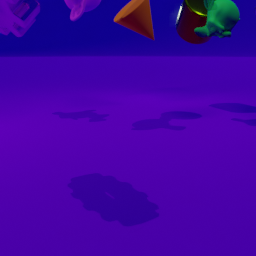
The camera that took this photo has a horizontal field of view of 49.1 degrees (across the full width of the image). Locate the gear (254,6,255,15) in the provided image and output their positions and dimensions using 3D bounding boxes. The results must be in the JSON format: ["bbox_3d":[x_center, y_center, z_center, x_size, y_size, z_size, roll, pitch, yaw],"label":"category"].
[{"bbox_3d":[3.553,-2.547,6.813,0.346,1.872,1.872,-14,13,14],"label":"gear"}]

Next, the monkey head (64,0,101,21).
[{"bbox_3d":[-0.924,-3.363,6.566,1.316,1.102,1.829,-3,47,29],"label":"monkey head"}]

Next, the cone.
[{"bbox_3d":[0.424,-3.006,8.104,1.193,1.197,1.193,-31,31,21],"label":"cone"}]

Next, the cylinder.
[{"bbox_3d":[2.331,-3.644,9.033,1.333,1.333,1.333,-1,-20,-3],"label":"cylinder"}]

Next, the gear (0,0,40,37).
[{"bbox_3d":[-1.723,-1.693,3.035,1.577,0.292,1.577,29,-17,10],"label":"gear"}]

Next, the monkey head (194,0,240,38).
[{"bbox_3d":[2.270,-2.797,7.214,1.472,0.887,1.059,15,-4,-40],"label":"monkey head"}]
